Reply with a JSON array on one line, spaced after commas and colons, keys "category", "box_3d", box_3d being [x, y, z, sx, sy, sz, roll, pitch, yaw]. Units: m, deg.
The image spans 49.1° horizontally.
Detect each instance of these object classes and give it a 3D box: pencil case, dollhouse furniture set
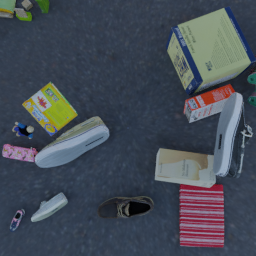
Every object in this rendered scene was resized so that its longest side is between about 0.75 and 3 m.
[{"category": "pencil case", "box_3d": [-3.866, 0.889, 10.033, 1.195, 0.495, 0.517, 8, 85, 2]}, {"category": "dollhouse furniture set", "box_3d": [-4.338, -4.935, 10.843, 2.332, 0.900, 1.165, 6, 80, 1]}]

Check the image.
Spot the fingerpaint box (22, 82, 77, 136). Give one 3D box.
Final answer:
[{"category": "fingerpaint box", "box_3d": [-2.289, -0.571, 8.306, 1.030, 0.453, 1.235, -39, 109, -1]}]

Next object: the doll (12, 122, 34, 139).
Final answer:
[{"category": "doll", "box_3d": [-3.205, 0.062, 8.582, 0.242, 0.998, 0.681, -54, 124, -34]}]

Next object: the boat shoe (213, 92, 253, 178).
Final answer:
[{"category": "boat shoe", "box_3d": [3.521, 0.258, 9.132, 0.942, 1.019, 2.759, 12, 81, -5]}]

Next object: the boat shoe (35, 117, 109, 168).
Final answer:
[{"category": "boat shoe", "box_3d": [-2.007, 0.517, 9.993, 2.754, 0.991, 0.854, -25, 54, -6]}]

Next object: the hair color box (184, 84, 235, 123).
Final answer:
[{"category": "hair color box", "box_3d": [2.918, -0.865, 10.072, 1.698, 0.942, 0.543, -21, 64, -4]}]

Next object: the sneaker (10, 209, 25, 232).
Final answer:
[{"category": "sneaker", "box_3d": [-3.902, 3.219, 9.706, 0.292, 0.341, 0.831, 22, 81, 4]}]

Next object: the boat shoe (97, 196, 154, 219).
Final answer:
[{"category": "boat shoe", "box_3d": [-0.092, 2.710, 9.597, 1.978, 0.725, 0.737, -11, 80, -2]}]

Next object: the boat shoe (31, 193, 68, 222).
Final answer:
[{"category": "boat shoe", "box_3d": [-2.779, 2.745, 9.774, 1.378, 0.481, 0.491, -32, 64, -5]}]

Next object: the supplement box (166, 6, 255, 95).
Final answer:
[{"category": "supplement box", "box_3d": [2.881, -2.718, 10.154, 2.215, 1.488, 2.217, -22, 81, -4]}]

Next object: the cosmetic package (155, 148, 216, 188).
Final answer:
[{"category": "cosmetic package", "box_3d": [1.972, 1.385, 9.727, 1.966, 0.699, 1.034, 7, 64, 0]}]

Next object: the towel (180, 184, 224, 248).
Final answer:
[{"category": "towel", "box_3d": [2.568, 3.006, 9.798, 1.557, 0.242, 2.153, 2, 81, 0]}]

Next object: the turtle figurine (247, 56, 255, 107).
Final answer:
[{"category": "turtle figurine", "box_3d": [5.022, -1.831, 10.024, 2.508, 1.262, 1.877, -38, 108, -36]}]
